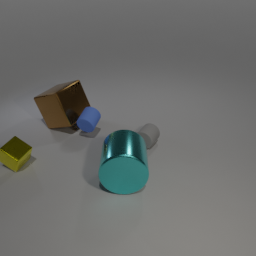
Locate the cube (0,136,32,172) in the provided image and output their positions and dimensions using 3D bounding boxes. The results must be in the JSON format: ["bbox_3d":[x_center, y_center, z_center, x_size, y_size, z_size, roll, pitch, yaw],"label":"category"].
[{"bbox_3d":[-3.593,0.831,8.944,0.700,0.700,0.700,33,45,3],"label":"cube"}]

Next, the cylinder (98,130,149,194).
[{"bbox_3d":[-0.116,0.975,8.278,1.400,1.400,1.400,0,30,0],"label":"cylinder"}]

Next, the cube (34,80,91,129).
[{"bbox_3d":[-2.568,-0.936,11.184,1.400,1.400,1.400,-4,26,38],"label":"cube"}]

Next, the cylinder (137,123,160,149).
[{"bbox_3d":[0.710,0.285,10.189,0.700,0.700,0.700,15,35,25],"label":"cylinder"}]

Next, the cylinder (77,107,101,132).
[{"bbox_3d":[-1.462,-0.317,10.473,0.700,0.700,0.700,10,48,17],"label":"cylinder"}]
